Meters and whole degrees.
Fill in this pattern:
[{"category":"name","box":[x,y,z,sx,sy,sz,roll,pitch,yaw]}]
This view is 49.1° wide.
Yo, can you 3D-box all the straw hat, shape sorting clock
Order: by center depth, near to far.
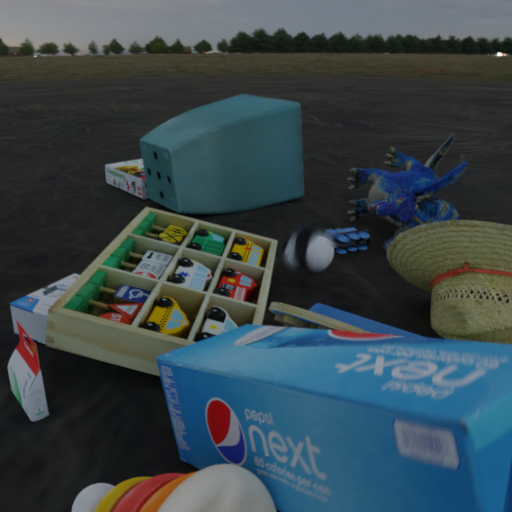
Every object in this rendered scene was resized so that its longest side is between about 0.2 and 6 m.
[{"category":"shape sorting clock","box":[1.273,1.026,6.051,2.443,0.479,2.443,18,-8,3]},{"category":"straw hat","box":[2.951,0.634,7.366,2.665,2.665,1.128,8,66,19]}]

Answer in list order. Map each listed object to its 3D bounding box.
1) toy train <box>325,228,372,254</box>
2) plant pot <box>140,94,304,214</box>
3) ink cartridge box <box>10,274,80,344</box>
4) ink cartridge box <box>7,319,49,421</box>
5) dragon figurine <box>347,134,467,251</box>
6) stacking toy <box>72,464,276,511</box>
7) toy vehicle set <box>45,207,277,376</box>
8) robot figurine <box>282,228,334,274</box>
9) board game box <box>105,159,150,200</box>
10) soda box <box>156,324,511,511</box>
[{"category":"toy train","box":[1.759,-0.324,10.715,0.893,0.387,0.510,-10,34,-23]},{"category":"plant pot","box":[-0.869,-2.274,13.239,3.284,2.320,2.321,-23,31,-32]},{"category":"ink cartridge box","box":[-2.699,0.756,7.996,0.886,0.519,1.209,12,25,26]},{"category":"ink cartridge box","box":[-2.588,1.269,6.237,0.229,0.913,0.735,-18,28,-34]},{"category":"dragon figurine","box":[3.579,-1.342,11.844,4.810,1.415,2.391,-23,33,-37]},{"category":"stacking toy","box":[-0.825,2.149,4.269,1.789,1.307,1.307,-6,13,43]},{"category":"toy vehicle set","box":[-1.047,0.391,8.193,2.434,0.519,3.917,14,23,0]},{"category":"robot figurine","box":[0.864,-0.079,9.291,0.901,0.562,0.677,7,-19,48]},{"category":"board game box","box":[-2.126,-2.292,15.273,3.309,0.573,2.089,-17,27,-36]},{"category":"soda box","box":[0.554,1.283,4.452,1.181,1.117,3.482,-16,7,-35]}]
